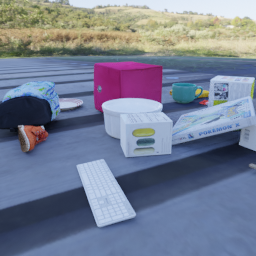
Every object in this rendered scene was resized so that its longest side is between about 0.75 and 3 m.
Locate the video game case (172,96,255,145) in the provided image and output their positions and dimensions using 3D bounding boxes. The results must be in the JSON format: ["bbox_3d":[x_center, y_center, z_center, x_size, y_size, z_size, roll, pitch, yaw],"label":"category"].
[{"bbox_3d":[2.877,-0.311,9.599,2.700,0.326,2.962,-16,11,25],"label":"video game case"}]

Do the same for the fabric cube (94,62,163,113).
[{"bbox_3d":[-0.032,-1.721,12.454,2.232,2.189,2.224,-12,23,-32],"label":"fabric cube"}]

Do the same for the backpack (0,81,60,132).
[{"bbox_3d":[-3.645,-0.923,10.970,2.134,2.011,2.616,-7,3,8],"label":"backpack"}]

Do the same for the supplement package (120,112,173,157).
[{"bbox_3d":[0.517,0.176,8.466,1.375,1.043,1.036,-3,19,-10],"label":"supplement package"}]

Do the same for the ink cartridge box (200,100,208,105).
[{"bbox_3d":[4.353,-1.386,14.464,1.093,0.258,0.875,14,23,32],"label":"ink cartridge box"}]

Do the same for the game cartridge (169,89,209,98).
[{"bbox_3d":[3.698,-2.030,16.418,1.924,0.312,1.696,-8,20,-29],"label":"game cartridge"}]

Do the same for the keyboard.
[{"bbox_3d":[-0.613,1.340,6.404,0.753,0.143,2.676,-6,19,-17],"label":"keyboard"}]

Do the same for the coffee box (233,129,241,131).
[{"bbox_3d":[3.788,-0.178,10.788,0.749,0.268,1.218,-2,19,-8],"label":"coffee box"}]

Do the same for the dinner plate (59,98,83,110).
[{"bbox_3d":[-3.227,-1.136,13.741,2.033,0.246,2.033,0,17,0],"label":"dinner plate"}]

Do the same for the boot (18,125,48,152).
[{"bbox_3d":[-3.000,0.263,8.943,0.934,0.653,1.741,-2,17,-22],"label":"boot"}]

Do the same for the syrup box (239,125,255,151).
[{"bbox_3d":[4.641,0.105,9.043,2.073,0.816,0.844,-11,21,-29],"label":"syrup box"}]

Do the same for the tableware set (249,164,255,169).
[{"bbox_3d":[4.132,1.132,6.651,1.384,0.419,2.093,-19,18,-17],"label":"tableware set"}]

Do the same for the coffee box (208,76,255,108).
[{"bbox_3d":[4.396,-1.283,11.919,1.624,1.642,1.640,9,20,25],"label":"coffee box"}]

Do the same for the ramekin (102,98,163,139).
[{"bbox_3d":[0.149,-0.348,10.066,2.137,1.042,2.137,0,19,0],"label":"ramekin"}]

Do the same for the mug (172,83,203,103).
[{"bbox_3d":[3.029,-1.789,14.636,1.480,0.915,1.216,13,22,33],"label":"mug"}]
